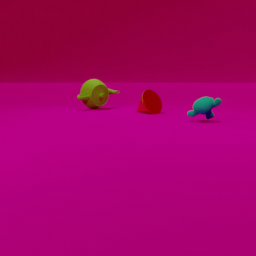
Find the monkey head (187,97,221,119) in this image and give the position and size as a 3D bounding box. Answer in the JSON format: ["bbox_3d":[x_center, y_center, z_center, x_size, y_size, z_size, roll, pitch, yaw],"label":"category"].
[{"bbox_3d":[2.367,-0.571,8.539,1.059,0.762,0.638,-25,9,22],"label":"monkey head"}]

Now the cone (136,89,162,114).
[{"bbox_3d":[0.634,-0.841,10.996,1.008,1.008,1.011,-9,-13,-41],"label":"cone"}]

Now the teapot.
[{"bbox_3d":[-1.322,-1.467,12.192,2.067,1.285,1.012,-17,24,-40],"label":"teapot"}]
